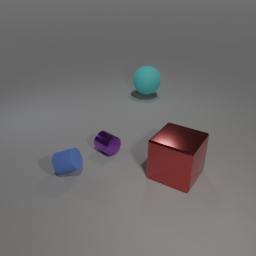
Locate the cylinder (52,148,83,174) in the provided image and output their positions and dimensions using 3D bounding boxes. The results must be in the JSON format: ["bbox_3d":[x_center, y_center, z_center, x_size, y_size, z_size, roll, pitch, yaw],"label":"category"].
[{"bbox_3d":[-1.890,1.030,8.762,0.700,0.700,0.700,-16,25,17],"label":"cylinder"}]

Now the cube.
[{"bbox_3d":[1.531,0.860,8.664,1.400,1.400,1.400,17,33,28],"label":"cube"}]

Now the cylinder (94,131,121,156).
[{"bbox_3d":[-0.732,0.531,9.966,0.700,0.700,0.700,25,38,36],"label":"cylinder"}]

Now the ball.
[{"bbox_3d":[0.953,-2.403,14.070,1.400,1.400,1.400,0,29,0],"label":"ball"}]
